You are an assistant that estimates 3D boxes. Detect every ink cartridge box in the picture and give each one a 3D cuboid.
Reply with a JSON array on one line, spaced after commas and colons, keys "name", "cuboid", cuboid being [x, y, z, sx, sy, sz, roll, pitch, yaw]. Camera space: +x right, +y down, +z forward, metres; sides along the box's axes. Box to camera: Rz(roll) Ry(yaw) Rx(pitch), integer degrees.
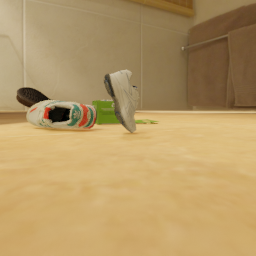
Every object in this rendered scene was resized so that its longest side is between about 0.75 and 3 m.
[{"name": "ink cartridge box", "cuboid": [-0.135, -0.661, 11.201, 2.429, 0.920, 1.795, -2, 5, -13]}]

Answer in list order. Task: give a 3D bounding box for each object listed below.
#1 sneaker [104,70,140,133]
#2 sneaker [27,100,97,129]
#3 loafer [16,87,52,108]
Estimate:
[{"name": "sneaker", "cuboid": [-0.008, -0.607, 6.671, 0.712, 1.635, 0.609, -26, 33, -16]}, {"name": "sneaker", "cuboid": [-2.150, -0.436, 7.928, 2.456, 0.865, 1.148, 5, -3, 27]}, {"name": "loafer", "cuboid": [-3.263, -0.714, 10.657, 0.868, 0.893, 2.446, -41, -36, 15]}]
